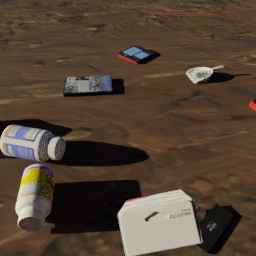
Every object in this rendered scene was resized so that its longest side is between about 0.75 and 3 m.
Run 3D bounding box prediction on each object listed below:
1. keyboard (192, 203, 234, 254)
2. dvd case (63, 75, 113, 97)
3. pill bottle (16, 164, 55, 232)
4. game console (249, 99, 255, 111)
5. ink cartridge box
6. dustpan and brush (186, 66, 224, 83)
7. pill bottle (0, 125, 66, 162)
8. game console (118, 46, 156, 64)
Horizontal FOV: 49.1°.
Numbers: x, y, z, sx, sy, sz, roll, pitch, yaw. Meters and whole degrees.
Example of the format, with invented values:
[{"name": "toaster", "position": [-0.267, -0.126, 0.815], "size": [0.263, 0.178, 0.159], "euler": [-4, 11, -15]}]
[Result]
[{"name": "keyboard", "position": [1.845, 2.270, 6.651], "size": [0.865, 0.140, 1.362], "euler": [34, 47, 28]}, {"name": "dvd case", "position": [-1.701, -1.824, 12.061], "size": [2.060, 0.181, 1.470], "euler": [-3, 38, -5]}, {"name": "pill bottle", "position": [-2.261, 1.685, 6.861], "size": [0.817, 0.817, 1.567], "euler": [-4, 38, -6]}, {"name": "game console", "position": [5.701, -0.688, 10.529], "size": [1.583, 0.278, 1.790], "euler": [-15, 40, -27]}, {"name": "ink cartridge box", "position": [0.485, 1.450, 4.502], "size": [1.086, 1.504, 0.630], "euler": [-12, 81, 3]}, {"name": "dustpan and brush", "position": [3.605, -2.552, 12.785], "size": [1.624, 0.465, 1.133], "euler": [-8, 38, -10]}, {"name": "pill bottle", "position": [-2.788, 0.486, 8.345], "size": [1.702, 0.954, 0.954], "euler": [9, 38, 11]}, {"name": "game console", "position": [0.449, -3.893, 14.758], "size": [1.434, 0.252, 1.621], "euler": [27, 45, 32]}]
